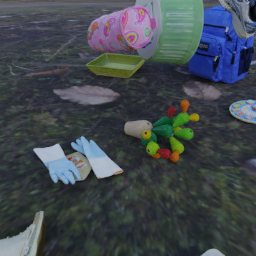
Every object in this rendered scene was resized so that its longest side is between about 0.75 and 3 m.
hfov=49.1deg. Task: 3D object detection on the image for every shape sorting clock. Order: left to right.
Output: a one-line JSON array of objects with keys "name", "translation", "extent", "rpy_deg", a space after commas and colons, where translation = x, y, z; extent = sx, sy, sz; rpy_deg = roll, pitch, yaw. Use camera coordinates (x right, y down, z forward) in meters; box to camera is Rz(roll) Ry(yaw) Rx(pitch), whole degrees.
[{"name": "shape sorting clock", "translation": [4.125, -0.566, 9.102], "extent": [1.562, 0.306, 1.562], "rpy_deg": [0, 29, 0]}]

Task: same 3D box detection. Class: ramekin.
[{"name": "ramekin", "translation": [1.150, -3.403, 9.142], "extent": [1.304, 2.670, 2.670], "rpy_deg": [-6, 29, -19]}]

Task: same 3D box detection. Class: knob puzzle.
[{"name": "knob puzzle", "translation": [-1.289, 0.968, 6.506], "extent": [1.096, 0.152, 1.096], "rpy_deg": [0, 29, 0]}]

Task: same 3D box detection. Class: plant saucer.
[{"name": "plant saucer", "translation": [-0.474, -2.871, 13.004], "extent": [2.227, 0.534, 2.230], "rpy_deg": [10, 31, 17]}]

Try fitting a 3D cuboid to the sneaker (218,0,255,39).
[{"name": "sneaker", "translation": [2.590, -2.849, 6.320], "extent": [0.601, 1.560, 0.665], "rpy_deg": [-37, 9, -22]}]

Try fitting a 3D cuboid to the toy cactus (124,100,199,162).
[{"name": "toy cactus", "translation": [0.768, 0.017, 7.476], "extent": [1.908, 1.183, 2.313], "rpy_deg": [5, 37, 29]}]

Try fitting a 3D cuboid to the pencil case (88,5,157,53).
[{"name": "pencil case", "translation": [-0.271, -2.789, 8.134], "extent": [1.151, 1.151, 2.633], "rpy_deg": [-16, 17, -26]}]

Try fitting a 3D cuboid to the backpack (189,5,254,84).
[{"name": "backpack", "translation": [3.897, -3.522, 11.699], "extent": [2.456, 2.927, 2.378], "rpy_deg": [-26, 39, -38]}]

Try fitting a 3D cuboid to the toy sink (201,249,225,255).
[{"name": "toy sink", "translation": [0.840, 2.079, 2.808], "extent": [1.180, 1.811, 1.014], "rpy_deg": [-22, 36, -32]}]

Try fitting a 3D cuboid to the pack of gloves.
[{"name": "pack of gloves", "translation": [-1.226, 0.630, 6.633], "extent": [1.544, 0.363, 1.838], "rpy_deg": [-9, 27, -31]}]

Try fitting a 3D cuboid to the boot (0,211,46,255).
[{"name": "boot", "translation": [-1.849, 1.862, 4.654], "extent": [0.874, 0.407, 1.130], "rpy_deg": [-3, 31, -4]}]
